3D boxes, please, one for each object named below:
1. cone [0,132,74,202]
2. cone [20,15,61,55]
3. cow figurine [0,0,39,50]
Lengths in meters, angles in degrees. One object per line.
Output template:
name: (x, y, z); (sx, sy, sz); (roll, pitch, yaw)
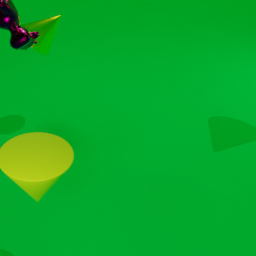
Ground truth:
cone: (-1.227, 0.697, 3.795); (0.916, 0.920, 0.916); (8, 35, -6)
cone: (-1.970, -2.447, 6.859); (0.936, 0.933, 0.933); (-35, 37, 19)
cow figurine: (-2.150, -1.970, 5.109); (0.582, 1.043, 1.060); (-28, 70, 9)
